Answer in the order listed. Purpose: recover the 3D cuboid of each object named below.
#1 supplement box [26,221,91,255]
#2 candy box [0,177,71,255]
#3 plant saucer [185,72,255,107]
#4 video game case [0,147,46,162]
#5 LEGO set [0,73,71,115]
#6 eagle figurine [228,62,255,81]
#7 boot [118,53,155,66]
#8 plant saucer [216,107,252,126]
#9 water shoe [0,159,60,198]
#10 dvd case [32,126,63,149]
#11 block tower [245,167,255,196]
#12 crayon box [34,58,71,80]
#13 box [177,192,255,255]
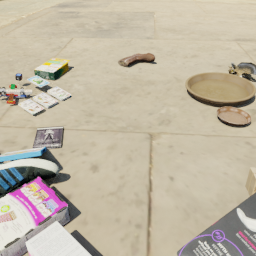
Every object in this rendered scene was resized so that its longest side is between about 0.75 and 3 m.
[{"bbox_3d":[-1.226,2.679,5.447,1.509,0.763,0.780,27,42,35],"label":"supplement box"},{"bbox_3d":[-2.528,2.130,6.400,1.994,0.608,1.360,-28,43,-35],"label":"candy box"},{"bbox_3d":[4.002,-1.714,12.304,2.972,0.438,2.972,0,34,0],"label":"plant saucer"},{"bbox_3d":[-3.043,0.751,8.092,1.206,0.150,1.685,-8,1,-12],"label":"video game case"},{"bbox_3d":[-4.228,-1.441,12.040,2.868,0.704,2.143,29,41,21],"label":"LEGO set"},{"bbox_3d":[5.529,-2.678,13.471,1.323,0.999,1.004,-3,22,15],"label":"eagle figurine"},{"bbox_3d":[0.441,-3.664,15.164,1.519,0.523,1.630,15,31,43],"label":"boot"},{"bbox_3d":[3.949,-0.410,10.517,1.276,0.220,1.276,3,34,-2],"label":"plant saucer"},{"bbox_3d":[-3.152,1.491,7.359,2.684,0.960,1.059,-4,61,-8],"label":"water shoe"},{"bbox_3d":[-2.710,0.324,9.577,0.915,0.098,1.231,-4,34,-6],"label":"dvd case"},{"bbox_3d":[4.521,1.514,7.248,2.617,0.756,0.707,-1,34,2],"label":"block tower"},{"bbox_3d":[-3.795,-3.022,14.274,1.105,0.453,1.758,11,36,15],"label":"crayon box"},{"bbox_3d":[2.399,2.255,4.830,2.587,1.372,1.581,-33,43,-9],"label":"box"}]
